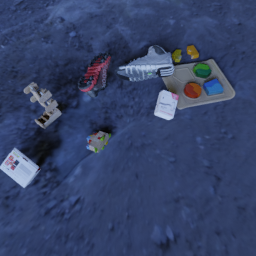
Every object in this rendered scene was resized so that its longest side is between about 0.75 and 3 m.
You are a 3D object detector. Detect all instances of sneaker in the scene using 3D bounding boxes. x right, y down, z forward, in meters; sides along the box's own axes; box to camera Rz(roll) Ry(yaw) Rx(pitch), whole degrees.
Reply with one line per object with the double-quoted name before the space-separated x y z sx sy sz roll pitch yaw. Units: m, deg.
"sneaker" 0.562 -2.307 9.750 2.016 0.756 1.164 -2 64 5
"sneaker" -0.967 -1.710 9.139 0.618 0.854 1.749 6 58 32

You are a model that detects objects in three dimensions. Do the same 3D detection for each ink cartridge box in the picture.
"ink cartridge box" -2.789 0.999 7.396 0.851 0.357 0.747 40 102 -1
"ink cartridge box" 1.210 -0.717 8.789 0.568 0.321 0.776 19 76 -13

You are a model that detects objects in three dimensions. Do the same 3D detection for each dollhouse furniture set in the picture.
"dollhouse furniture set" -2.656 -0.655 8.507 1.032 1.123 0.731 28 64 40

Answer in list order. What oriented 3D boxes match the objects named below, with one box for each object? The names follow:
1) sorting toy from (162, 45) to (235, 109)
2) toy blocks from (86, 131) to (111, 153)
"sorting toy" 2.278 -1.968 9.985 2.078 0.373 2.789 -14 57 -9
"toy blocks" -0.971 0.376 8.392 0.565 0.413 0.826 17 50 23
